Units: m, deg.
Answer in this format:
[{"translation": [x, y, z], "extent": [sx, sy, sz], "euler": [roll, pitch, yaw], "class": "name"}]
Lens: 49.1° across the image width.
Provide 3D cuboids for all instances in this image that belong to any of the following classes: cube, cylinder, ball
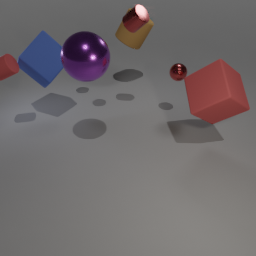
[{"translation": [2.899, -1.137, 9.210], "extent": [1.400, 1.400, 1.400], "euler": [18, 58, -42], "class": "cube"}, {"translation": [-4.193, -2.054, 9.478], "extent": [0.700, 0.700, 0.700], "euler": [-21, 30, 13], "class": "cylinder"}, {"translation": [0.304, -4.752, 13.465], "extent": [1.400, 1.400, 1.400], "euler": [25, 30, -16], "class": "cylinder"}, {"translation": [-1.201, -2.020, 7.974], "extent": [1.400, 1.400, 1.400], "euler": [0, 33, 0], "class": "ball"}, {"translation": [1.991, -2.205, 11.075], "extent": [0.700, 0.700, 0.700], "euler": [0, 33, 0], "class": "ball"}, {"translation": [0.278, -3.862, 9.920], "extent": [0.700, 0.700, 0.700], "euler": [-25, 10, 44], "class": "cylinder"}, {"translation": [-3.246, -2.593, 10.816], "extent": [1.400, 1.400, 1.400], "euler": [-55, 20, -15], "class": "cube"}]
